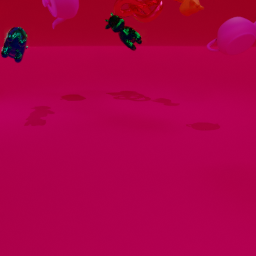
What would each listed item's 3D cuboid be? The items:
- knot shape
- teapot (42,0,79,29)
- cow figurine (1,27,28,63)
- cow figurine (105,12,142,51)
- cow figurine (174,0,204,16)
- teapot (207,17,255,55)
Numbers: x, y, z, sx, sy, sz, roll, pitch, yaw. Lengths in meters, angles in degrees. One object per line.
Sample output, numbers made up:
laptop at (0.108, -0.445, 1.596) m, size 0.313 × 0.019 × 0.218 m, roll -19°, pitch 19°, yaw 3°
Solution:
knot shape at (0.271, -3.976, 9.228) m, size 1.516 × 0.749 × 1.620 m, roll -4°, pitch 30°, yaw -17°
teapot at (-2.233, -4.080, 9.004) m, size 1.016 × 2.076 × 1.291 m, roll -27°, pitch 69°, yaw -21°
cow figurine at (-2.708, -2.049, 6.779) m, size 0.588 × 1.072 × 1.055 m, roll 18°, pitch 43°, yaw -24°
cow figurine at (-0.162, -3.692, 10.752) m, size 1.460 × 0.815 × 1.484 m, roll 43°, pitch 11°, yaw 0°
cow figurine at (1.724, -3.933, 8.110) m, size 1.232 × 1.253 × 0.688 m, roll 28°, pitch 18°, yaw 36°
teapot at (2.354, -2.051, 6.067) m, size 1.354 × 0.663 × 0.842 m, roll -27°, pitch -29°, yaw 24°
